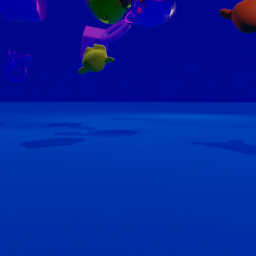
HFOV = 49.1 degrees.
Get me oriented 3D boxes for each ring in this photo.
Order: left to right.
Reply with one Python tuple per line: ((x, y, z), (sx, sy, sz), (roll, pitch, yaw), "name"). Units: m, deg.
((-0.405, -3.158, 9.143), (1.142, 0.228, 1.142), (-26, 32, 18), "ring")

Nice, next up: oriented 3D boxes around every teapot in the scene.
((-0.355, -3.049, 6.460), (0.914, 1.161, 1.868), (-15, 13, 33), "teapot")
((0.709, -3.618, 8.012), (2.002, 0.980, 1.245), (-30, -28, 28), "teapot")

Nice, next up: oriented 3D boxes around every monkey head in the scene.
((-0.799, -1.763, 7.416), (1.111, 0.669, 0.799), (-15, -21, 26), "monkey head")
((2.647, -2.302, 5.990), (1.290, 0.777, 0.928), (39, -9, 28), "monkey head")

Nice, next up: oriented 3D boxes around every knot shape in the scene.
((-3.940, -2.328, 10.136), (0.556, 1.203, 1.125), (16, 33, 23), "knot shape")

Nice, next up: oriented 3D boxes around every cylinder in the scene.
((-3.017, -3.656, 8.086), (1.073, 1.073, 1.073), (2, 6, -1), "cylinder")

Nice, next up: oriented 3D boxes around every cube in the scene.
((-1.177, -3.006, 10.078), (0.888, 0.888, 0.888), (9, 39, -8), "cube")
